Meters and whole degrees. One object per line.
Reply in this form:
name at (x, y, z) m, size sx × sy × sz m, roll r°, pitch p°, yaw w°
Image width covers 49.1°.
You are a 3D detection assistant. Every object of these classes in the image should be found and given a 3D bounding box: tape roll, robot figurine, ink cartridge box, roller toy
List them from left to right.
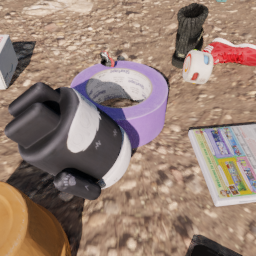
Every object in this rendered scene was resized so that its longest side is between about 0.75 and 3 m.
ink cartridge box at (-5.498, -2.281, 9.726) m, size 2.711 × 1.139 × 1.978 m, roll -4°, pitch 45°, yaw -4°
robot figurine at (-1.125, 0.256, 5.793) m, size 1.687 × 2.704 × 2.031 m, roll 7°, pitch 67°, yaw 43°
tape roll at (-0.252, -0.752, 8.170) m, size 2.745 × 1.166 × 2.745 m, roll 0°, pitch 45°, yaw 0°
roller toy at (2.230, -1.904, 8.889) m, size 0.757 × 1.083 × 0.988 m, roll 9°, pitch 17°, yaw -6°

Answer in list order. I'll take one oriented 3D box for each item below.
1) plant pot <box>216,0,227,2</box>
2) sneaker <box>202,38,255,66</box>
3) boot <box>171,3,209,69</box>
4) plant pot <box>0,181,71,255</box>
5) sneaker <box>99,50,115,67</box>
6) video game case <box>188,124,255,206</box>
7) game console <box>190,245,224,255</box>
plant pot at (5.107, -7.302, 15.167) m, size 0.728 × 0.728 × 1.030 m, roll 7°, pitch 51°, yaw 7°
sneaker at (3.764, -2.545, 10.369) m, size 1.320 × 0.895 × 2.285 m, roll -39°, pitch 43°, yaw -22°
boot at (2.413, -3.746, 10.557) m, size 1.039 × 2.065 × 2.762 m, roll 12°, pitch 46°, yaw 12°
plant pot at (-2.379, 2.126, 4.783) m, size 2.596 × 1.817 × 2.596 m, roll 1°, pitch 45°, yaw -1°
sneaker at (-0.707, -2.077, 8.401) m, size 0.369 × 0.267 × 0.756 m, roll -17°, pitch 53°, yaw -28°
video game case at (2.879, 0.837, 7.204) m, size 2.105 × 0.255 × 2.312 m, roll -5°, pitch 45°, yaw -5°
game console at (1.400, 3.114, 4.902) m, size 1.144 × 0.234 × 1.940 m, roll 21°, pitch 49°, yaw 20°
